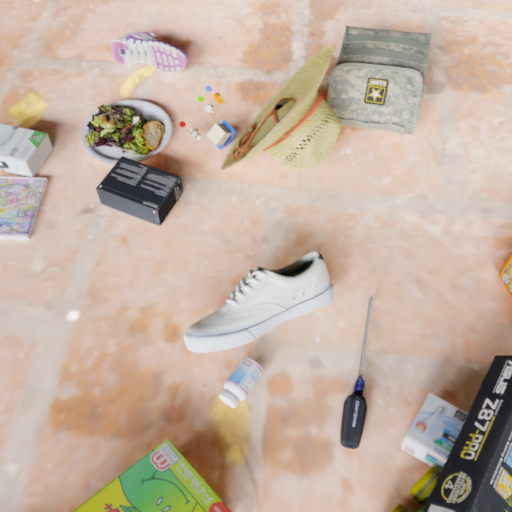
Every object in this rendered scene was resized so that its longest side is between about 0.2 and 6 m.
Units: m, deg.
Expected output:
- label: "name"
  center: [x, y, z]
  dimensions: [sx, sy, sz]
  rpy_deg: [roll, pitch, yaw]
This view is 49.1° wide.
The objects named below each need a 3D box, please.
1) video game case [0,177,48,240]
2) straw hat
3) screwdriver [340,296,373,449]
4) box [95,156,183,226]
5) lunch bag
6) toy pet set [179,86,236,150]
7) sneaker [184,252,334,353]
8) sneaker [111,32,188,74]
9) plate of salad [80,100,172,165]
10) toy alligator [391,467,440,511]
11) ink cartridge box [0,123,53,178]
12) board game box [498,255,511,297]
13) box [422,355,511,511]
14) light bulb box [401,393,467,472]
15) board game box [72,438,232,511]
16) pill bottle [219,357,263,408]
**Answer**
- label: "video game case"
  center: [-5.155, -1.025, 11.831]
  dimensions: [1.136, 0.143, 1.586]
  rpy_deg: [2, 57, 1]
- label: "straw hat"
  center: [0.909, -2.638, 11.811]
  dimensions: [1.449, 3.423, 3.423]
  rpy_deg: [40, 59, -16]
- label: "screwdriver"
  center: [1.877, 1.918, 9.704]
  dimensions: [0.416, 0.399, 2.863]
  rpy_deg: [-1, 54, 34]
- label: "box"
  center: [-2.440, -1.372, 11.800]
  dimensions: [1.462, 0.576, 1.031]
  rpy_deg: [21, 56, 13]
- label: "lunch bag"
  center: [2.818, -3.972, 12.986]
  dimensions: [2.092, 1.500, 2.551]
  rpy_deg: [10, 61, 11]
- label: "toy pet set"
  center: [-0.945, -3.029, 12.625]
  dimensions: [1.069, 1.145, 0.608]
  rpy_deg: [47, 23, 8]
- label: "sneaker"
  center: [0.009, 0.741, 9.916]
  dimensions: [2.950, 1.044, 1.077]
  rpy_deg: [-22, 17, -24]
- label: "sneaker"
  center: [-2.640, -5.297, 14.313]
  dimensions: [2.013, 0.810, 0.890]
  rpy_deg: [15, 50, 11]
- label: "plate of salad"
  center: [-3.009, -2.947, 12.886]
  dimensions: [2.118, 0.509, 2.118]
  rpy_deg: [0, 57, 0]
- label: "toy alligator"
  center: [3.000, 3.572, 8.253]
  dimensions: [3.780, 1.026, 1.121]
  rpy_deg: [-38, 64, -22]
- label: "ink cartridge box"
  center: [-5.392, -2.364, 12.468]
  dimensions: [1.321, 0.549, 0.969]
  rpy_deg: [14, 58, 9]
- label: "board game box"
  center: [5.445, 0.376, 10.280]
  dimensions: [1.170, 1.171, 1.170]
  rpy_deg: [-14, 58, -9]
- label: "box"
  center: [3.692, 3.474, 7.677]
  dimensions: [2.683, 0.817, 3.329]
  rpy_deg: [48, 61, -16]
- label: "light bulb box"
  center: [2.907, 2.831, 8.871]
  dimensions: [0.874, 0.550, 0.882]
  rpy_deg: [27, 58, 24]
- label: "board game box"
  center: [-1.915, 4.051, 7.677]
  dimensions: [1.488, 0.698, 2.930]
  rpy_deg: [41, 49, 23]
- label: "pill bottle"
  center: [-0.259, 2.161, 9.540]
  dimensions: [0.443, 0.443, 0.815]
  rpy_deg: [30, 61, 18]
